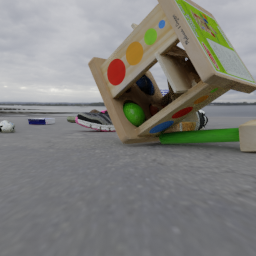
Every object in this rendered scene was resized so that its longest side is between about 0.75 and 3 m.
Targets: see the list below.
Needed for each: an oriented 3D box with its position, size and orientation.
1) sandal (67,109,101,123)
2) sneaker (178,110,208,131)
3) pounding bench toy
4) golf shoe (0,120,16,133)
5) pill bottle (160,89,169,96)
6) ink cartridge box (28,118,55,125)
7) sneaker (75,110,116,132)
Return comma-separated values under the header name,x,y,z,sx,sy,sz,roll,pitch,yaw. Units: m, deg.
name,x,y,z,sx,sy,sz,roll,pitch,yaw
sandal,-2.296,-0.750,17.295,2.911,0.831,1.156,-1,3,-11
sneaker,1.736,-0.287,7.666,1.086,0.937,2.478,0,4,-3
pounding bench toy,0.887,-0.470,5.082,1.790,2.881,2.247,-1,-29,-48
golf shoe,-3.797,-0.032,8.466,0.463,0.372,0.951,-11,9,-44
pill bottle,1.541,-1.119,13.479,2.467,1.476,1.476,2,4,24
ink cartridge box,-4.521,-0.354,14.571,0.904,0.354,1.909,1,1,3
sneaker,-0.243,-0.537,9.115,2.889,1.263,1.066,0,3,-7
